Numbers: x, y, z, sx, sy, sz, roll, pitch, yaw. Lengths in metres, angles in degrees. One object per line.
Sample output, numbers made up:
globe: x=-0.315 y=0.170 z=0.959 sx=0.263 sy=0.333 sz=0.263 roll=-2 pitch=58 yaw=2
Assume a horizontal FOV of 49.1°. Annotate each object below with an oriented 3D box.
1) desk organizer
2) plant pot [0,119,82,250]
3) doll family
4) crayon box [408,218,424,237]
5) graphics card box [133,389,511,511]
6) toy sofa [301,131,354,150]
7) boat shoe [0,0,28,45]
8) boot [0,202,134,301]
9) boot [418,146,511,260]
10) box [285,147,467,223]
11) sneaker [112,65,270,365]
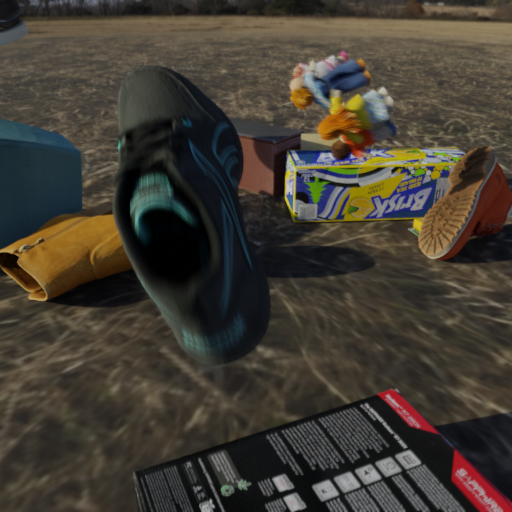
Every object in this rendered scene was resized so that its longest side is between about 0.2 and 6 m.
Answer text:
desk organizer: x=-0.520 y=-2.223 z=11.944 sx=2.980 sy=1.147 sz=1.069 roll=19 pitch=32 yaw=33
plant pot: x=-4.397 y=-1.137 z=8.903 sx=2.953 sy=2.086 sz=2.087 roll=-8 pitch=27 yaw=-30
doll family: x=1.179 y=-2.291 z=8.161 sx=1.197 sy=0.869 sz=1.929 roll=-27 pitch=75 yaw=-9
crayon box: x=3.026 y=-0.500 z=9.589 sx=0.705 sy=0.182 sz=0.443 roll=-10 pitch=28 yaw=-18
graphics card box: x=0.461 y=1.956 z=4.163 sx=2.447 sy=0.622 sz=1.535 roll=-10 pitch=29 yaw=-23
toy sofa: x=1.272 y=-2.328 z=12.717 sx=2.086 sy=1.018 sz=0.864 roll=1 pitch=51 yaw=1
boat shoe: x=-4.805 y=-3.509 z=8.255 sx=2.657 sy=0.800 sz=0.947 roll=-7 pitch=40 yaw=0
boot: x=-2.030 y=0.049 z=7.800 sx=2.888 sy=1.016 sz=2.068 roll=13 pitch=35 yaw=31
boot: x=3.493 y=-0.589 z=8.991 sx=2.301 sy=1.234 sz=0.863 roll=-51 pitch=23 yaw=-25
box: x=2.231 y=-1.319 z=10.233 sx=3.304 sy=1.062 sz=1.157 roll=-1 pitch=26 yaw=-4
sneaker: x=-0.521 y=-0.512 z=3.866 sx=0.929 sy=0.976 sz=2.463 roll=-24 pitch=64 yaw=7
